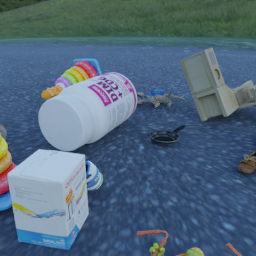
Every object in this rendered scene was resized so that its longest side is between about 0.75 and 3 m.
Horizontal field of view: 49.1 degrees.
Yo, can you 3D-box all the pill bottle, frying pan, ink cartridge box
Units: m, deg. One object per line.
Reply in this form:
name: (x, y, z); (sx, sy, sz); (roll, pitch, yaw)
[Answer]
pill bottle: (-1.036, -0.546, 8.083); (1.667, 1.667, 2.940); (10, 25, 23)
frying pan: (1.134, 0.178, 8.220); (0.863, 0.232, 1.427); (9, 22, 20)
ink cartridge box: (-1.227, 1.111, 4.547); (0.898, 1.241, 0.914); (5, 23, 12)

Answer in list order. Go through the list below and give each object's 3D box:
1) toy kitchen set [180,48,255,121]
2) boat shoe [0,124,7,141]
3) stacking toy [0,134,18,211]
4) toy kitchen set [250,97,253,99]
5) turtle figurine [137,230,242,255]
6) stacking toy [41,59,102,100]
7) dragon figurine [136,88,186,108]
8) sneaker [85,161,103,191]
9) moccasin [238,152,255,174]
toy kitchen set: (3.574, -1.773, 9.400); (2.498, 2.254, 2.038); (-28, 10, -42)
boat shoe: (-4.515, 0.176, 7.473); (2.445, 0.926, 0.878); (4, 17, -16)
stacking toy: (-2.798, 0.221, 5.048); (1.371, 2.498, 1.450); (-2, 25, -6)
toy kitchen set: (5.431, -1.580, 11.450); (1.156, 1.043, 0.943); (-2, 21, -16)
turtle figurine: (0.713, 1.944, 3.495); (1.573, 0.506, 1.268); (14, 33, 15)
stacking toy: (-2.464, -1.799, 11.851); (1.643, 1.554, 2.831); (10, 34, 38)
dragon figurine: (1.267, -1.229, 11.173); (2.067, 0.608, 1.028); (-10, 24, -19)
sneaker: (-1.302, 0.960, 5.436); (1.547, 0.636, 0.572); (-12, 52, -3)
moccasin: (2.872, 0.780, 6.516); (0.988, 0.381, 0.361); (-17, 27, -35)
